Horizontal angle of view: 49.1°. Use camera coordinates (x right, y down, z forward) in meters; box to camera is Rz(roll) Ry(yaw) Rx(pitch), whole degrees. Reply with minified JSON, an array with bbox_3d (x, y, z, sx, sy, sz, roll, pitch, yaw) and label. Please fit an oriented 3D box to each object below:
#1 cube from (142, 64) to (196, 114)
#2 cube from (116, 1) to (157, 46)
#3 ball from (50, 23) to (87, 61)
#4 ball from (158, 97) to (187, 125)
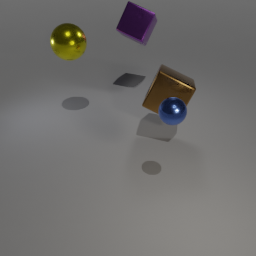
[{"bbox_3d":[1.489,-1.288,10.192,1.400,1.400,1.400,26,24,-1],"label":"cube"},{"bbox_3d":[0.450,-4.980,13.505,1.400,1.400,1.400,27,12,6],"label":"cube"},{"bbox_3d":[-2.297,-3.319,10.841,1.400,1.400,1.400,0,31,0],"label":"ball"},{"bbox_3d":[1.099,-0.412,6.900,0.700,0.700,0.700,0,31,0],"label":"ball"}]
